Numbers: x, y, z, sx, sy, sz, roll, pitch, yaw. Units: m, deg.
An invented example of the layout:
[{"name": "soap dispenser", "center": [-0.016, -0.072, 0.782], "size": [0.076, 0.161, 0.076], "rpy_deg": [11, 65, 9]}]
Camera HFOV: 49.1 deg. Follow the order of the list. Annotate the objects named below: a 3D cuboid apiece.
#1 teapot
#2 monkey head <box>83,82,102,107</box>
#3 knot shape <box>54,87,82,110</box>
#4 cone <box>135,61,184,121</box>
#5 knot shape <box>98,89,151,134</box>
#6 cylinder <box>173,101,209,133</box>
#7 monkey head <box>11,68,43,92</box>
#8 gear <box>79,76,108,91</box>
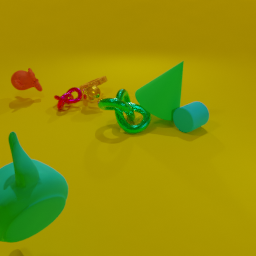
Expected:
[{"name": "teapot", "center": [-1.504, 0.908, 3.957], "size": [1.224, 1.969, 0.964], "rpy_deg": [-22, 57, -37]}, {"name": "monkey head", "center": [-1.262, -1.099, 9.789], "size": [0.627, 0.748, 1.040], "rpy_deg": [-15, 60, -30]}, {"name": "knot shape", "center": [-2.173, -1.002, 9.782], "size": [1.060, 0.490, 0.992], "rpy_deg": [-14, 22, 25]}, {"name": "cone", "center": [1.267, -1.348, 8.502], "size": [1.599, 1.605, 1.599], "rpy_deg": [20, 35, -14]}, {"name": "knot shape", "center": [-0.181, -0.581, 8.399], "size": [1.518, 0.750, 1.623], "rpy_deg": [16, 30, -37]}, {"name": "cylinder", "center": [1.880, -0.333, 8.345], "size": [0.769, 0.769, 0.769], "rpy_deg": [-22, 34, -36]}, {"name": "monkey head", "center": [-3.757, -1.650, 10.340], "size": [0.888, 1.061, 1.474], "rpy_deg": [-35, 18, -11]}, {"name": "gear", "center": [-1.337, -1.719, 10.839], "size": [1.093, 0.202, 1.093], "rpy_deg": [-20, 16, 6]}]
